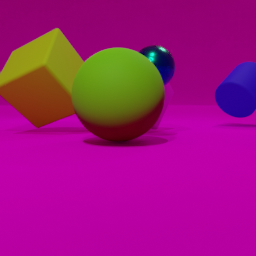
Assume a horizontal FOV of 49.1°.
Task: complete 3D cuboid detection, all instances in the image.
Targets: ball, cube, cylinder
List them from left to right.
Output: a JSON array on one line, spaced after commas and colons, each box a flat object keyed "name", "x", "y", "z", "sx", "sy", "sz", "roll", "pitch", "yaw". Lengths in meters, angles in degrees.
[{"name": "cube", "x": -1.652, "y": -0.983, "z": 5.725, "sx": 1.250, "sy": 1.250, "sz": 1.250, "roll": -18, "pitch": -46, "yaw": 21}, {"name": "ball", "x": -0.143, "y": -0.486, "z": 4.216, "sx": 1.386, "sy": 1.386, "sz": 1.386, "roll": 0, "pitch": 5, "yaw": 0}, {"name": "cube", "x": 0.183, "y": -0.738, "z": 6.174, "sx": 1.085, "sy": 1.085, "sz": 1.085, "roll": 6, "pitch": -33, "yaw": 38}, {"name": "ball", "x": 0.452, "y": -1.076, "z": 4.991, "sx": 0.770, "sy": 0.770, "sz": 0.770, "roll": 0, "pitch": 5, "yaw": 0}, {"name": "cylinder", "x": 3.033, "y": -1.006, "z": 7.372, "sx": 1.093, "sy": 1.093, "sz": 1.093, "roll": 6, "pitch": 41, "yaw": 50}]
